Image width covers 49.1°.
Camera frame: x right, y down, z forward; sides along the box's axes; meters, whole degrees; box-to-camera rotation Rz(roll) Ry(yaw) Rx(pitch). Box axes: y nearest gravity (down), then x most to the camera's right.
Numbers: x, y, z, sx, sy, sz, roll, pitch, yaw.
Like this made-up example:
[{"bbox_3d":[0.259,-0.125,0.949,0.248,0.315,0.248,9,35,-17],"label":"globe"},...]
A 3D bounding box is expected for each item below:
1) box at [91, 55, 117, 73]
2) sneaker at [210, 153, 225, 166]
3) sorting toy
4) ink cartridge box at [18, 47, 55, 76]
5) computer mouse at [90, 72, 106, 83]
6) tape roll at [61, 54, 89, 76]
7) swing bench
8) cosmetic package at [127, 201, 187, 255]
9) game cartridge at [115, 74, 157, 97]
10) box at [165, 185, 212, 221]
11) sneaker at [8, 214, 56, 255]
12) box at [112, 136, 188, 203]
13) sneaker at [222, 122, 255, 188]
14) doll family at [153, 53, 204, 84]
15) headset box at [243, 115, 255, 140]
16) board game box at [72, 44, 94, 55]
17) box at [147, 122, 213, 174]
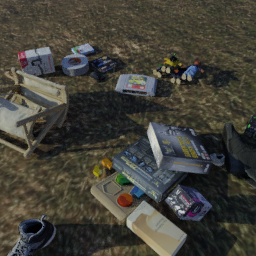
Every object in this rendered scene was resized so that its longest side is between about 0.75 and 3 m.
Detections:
[{"bbox_3d":[-1.206,-3.204,14.001,0.970,0.241,0.962,-30,53,-24],"label":"box"},{"bbox_3d":[2.876,1.067,9.820,1.058,0.487,0.401,-4,46,-3],"label":"sneaker"},{"bbox_3d":[-0.363,1.808,9.104,2.181,0.292,1.625,35,46,29],"label":"sorting toy"},{"bbox_3d":[-4.315,-3.124,13.331,1.485,1.079,0.619,-15,49,-13],"label":"ink cartridge box"},{"bbox_3d":[-1.500,-2.488,13.344,0.781,0.206,0.541,30,55,25],"label":"computer mouse"},{"bbox_3d":[-2.588,-3.106,13.769,1.307,0.432,1.307,0,48,0],"label":"tape roll"},{"bbox_3d":[-4.081,-0.717,10.706,2.690,1.755,2.705,21,45,19],"label":"swing bench"},{"bbox_3d":[0.800,2.929,8.023,1.577,0.561,0.830,32,55,26],"label":"cosmetic package"},{"bbox_3d":[0.407,-1.983,12.801,1.790,0.366,1.191,7,43,7],"label":"game cartridge"},{"bbox_3d":[1.772,2.173,8.080,0.653,1.138,0.752,-54,46,13],"label":"box"},{"bbox_3d":[-2.804,3.148,7.437,0.737,1.112,1.954,27,52,23],"label":"sneaker"},{"bbox_3d":[0.751,1.311,9.382,2.079,0.530,1.640,33,44,27],"label":"box"},{"bbox_3d":[4.110,0.913,9.827,1.322,0.761,2.536,5,52,5],"label":"sneaker"},{"bbox_3d":[2.411,-2.836,13.272,2.351,0.923,1.359,29,49,18],"label":"doll family"},{"bbox_3d":[5.035,0.032,10.819,0.955,0.443,0.831,27,53,23],"label":"headset box"},{"bbox_3d":[-2.399,-4.141,14.911,0.975,0.178,0.737,-23,51,-21],"label":"board game box"},{"bbox_3d":[1.688,0.621,9.584,1.715,0.523,2.165,9,29,-11],"label":"box"}]
